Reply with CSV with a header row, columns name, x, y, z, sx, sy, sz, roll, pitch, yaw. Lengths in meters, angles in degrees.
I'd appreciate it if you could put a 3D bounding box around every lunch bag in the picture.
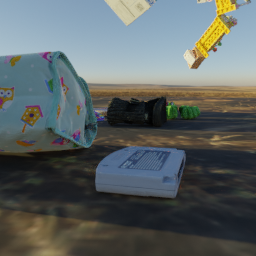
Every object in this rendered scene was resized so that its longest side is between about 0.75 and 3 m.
name,x,y,z,sx,sy,sz,roll,pitch,yaw
lunch bag,-1.767,-0.276,5.040,2.082,1.491,2.445,-3,-11,7

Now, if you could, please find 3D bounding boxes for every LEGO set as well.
name,x,y,z,sx,sy,sz,roll,pitch,yaw
LEGO set,1.868,-2.327,5.607,0.908,2.440,1.122,-29,42,-31

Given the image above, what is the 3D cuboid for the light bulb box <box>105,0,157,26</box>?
name,x,y,z,sx,sy,sz,roll,pitch,yaw
light bulb box,0.063,-3.386,6.840,1.225,0.771,1.236,44,-21,-19

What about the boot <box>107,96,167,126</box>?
name,x,y,z,sx,sy,sz,roll,pitch,yaw
boot,0.383,-0.615,9.503,1.786,0.899,2.389,2,8,14

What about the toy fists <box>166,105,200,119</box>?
name,x,y,z,sx,sy,sz,roll,pitch,yaw
toy fists,1.964,-0.617,10.864,1.639,0.564,0.836,1,8,1

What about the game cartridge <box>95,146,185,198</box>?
name,x,y,z,sx,sy,sz,roll,pitch,yaw
game cartridge,0.191,0.511,3.633,1.005,0.313,1.509,-2,7,16

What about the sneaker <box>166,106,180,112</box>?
name,x,y,z,sx,sy,sz,roll,pitch,yaw
sneaker,1.731,-0.783,12.407,1.189,0.449,0.677,-1,5,-24

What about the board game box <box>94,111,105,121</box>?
name,x,y,z,sx,sy,sz,roll,pitch,yaw
board game box,-1.890,-0.702,10.353,1.731,0.426,2.190,25,22,37

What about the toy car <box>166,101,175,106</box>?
name,x,y,z,sx,sy,sz,roll,pitch,yaw
toy car,1.526,-1.067,14.141,2.258,0.535,2.399,-5,7,-42

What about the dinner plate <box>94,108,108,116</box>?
name,x,y,z,sx,sy,sz,roll,pitch,yaw
dinner plate,-0.562,-0.757,12.862,2.446,0.296,2.446,1,7,0
